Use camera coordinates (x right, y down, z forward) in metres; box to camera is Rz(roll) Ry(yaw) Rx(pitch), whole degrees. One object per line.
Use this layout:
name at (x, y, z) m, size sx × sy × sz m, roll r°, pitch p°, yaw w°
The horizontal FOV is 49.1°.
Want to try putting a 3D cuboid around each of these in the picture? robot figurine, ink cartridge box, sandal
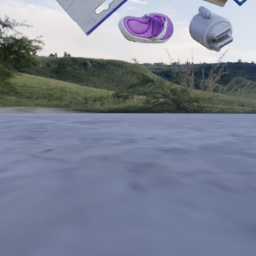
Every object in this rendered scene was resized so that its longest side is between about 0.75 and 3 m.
robot figurine at (2.926, -3.502, 10.043) m, size 1.137 × 1.707 × 2.013 m, roll -27°, pitch 39°, yaw 0°
ink cartridge box at (-1.106, -3.028, 4.888) m, size 1.269 × 2.552 × 0.500 m, roll -38°, pitch 20°, yaw 7°
sandal at (0.845, -3.360, 9.220) m, size 2.807 × 1.142 × 0.690 m, roll -31°, pitch 3°, yaw -43°

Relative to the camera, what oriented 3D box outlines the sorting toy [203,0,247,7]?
sorting toy at (2.568, -4.124, 7.655) m, size 2.450 × 0.334 × 1.379 m, roll 3°, pitch -35°, yaw -28°
